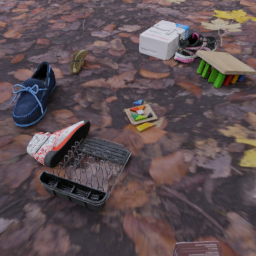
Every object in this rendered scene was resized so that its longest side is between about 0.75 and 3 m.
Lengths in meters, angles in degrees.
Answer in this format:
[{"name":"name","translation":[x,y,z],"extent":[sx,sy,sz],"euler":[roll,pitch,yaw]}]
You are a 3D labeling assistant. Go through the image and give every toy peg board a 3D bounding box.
[{"name":"toy peg board","translation":[3.469,-2.140,10.363],"extent":[1.587,0.780,1.594],"euler":[-5,40,-29]}]

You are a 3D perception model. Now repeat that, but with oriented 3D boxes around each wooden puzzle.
[{"name":"wooden puzzle","translation":[0.413,-0.446,8.721],"extent":[0.927,0.161,1.374],"euler":[-17,44,-18]}]

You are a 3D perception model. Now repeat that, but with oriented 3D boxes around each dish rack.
[{"name":"dish rack","translation":[-0.903,0.926,6.843],"extent":[1.642,0.584,2.141],"euler":[16,43,15]}]

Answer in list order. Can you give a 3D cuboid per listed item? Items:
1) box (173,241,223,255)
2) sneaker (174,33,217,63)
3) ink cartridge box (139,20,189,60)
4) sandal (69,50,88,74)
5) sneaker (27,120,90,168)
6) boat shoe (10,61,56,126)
[{"name":"box","translation":[1.234,2.569,4.799],"extent":[0.778,0.786,0.947],"euler":[-1,41,-1]},{"name":"sneaker","translation":[2.911,-3.470,11.545],"extent":[2.294,0.990,0.921],"euler":[-32,52,-32]},{"name":"ink cartridge box","translation":[1.570,-3.818,12.062],"extent":[1.422,0.821,1.948],"euler":[23,46,24]},{"name":"sandal","translation":[-1.949,-2.583,11.052],"extent":[0.552,0.371,1.374],"euler":[3,56,12]},{"name":"sneaker","translation":[-1.879,0.231,7.606],"extent":[0.963,0.600,1.797],"euler":[23,49,21]},{"name":"boat shoe","translation":[-3.095,-1.200,8.970],"extent":[1.168,0.953,2.777],"euler":[-1,41,-1]}]
